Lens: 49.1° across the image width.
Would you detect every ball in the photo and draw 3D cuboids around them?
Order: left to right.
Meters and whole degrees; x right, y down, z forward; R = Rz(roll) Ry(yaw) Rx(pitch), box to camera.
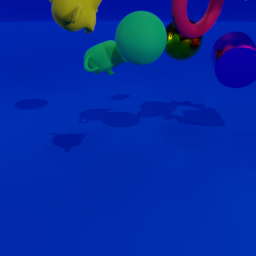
[{"bbox_3d":[0.295,-2.049,6.440,1.182,1.182,1.182,0,23,0],"label":"ball"},{"bbox_3d":[1.466,-2.401,7.618,1.108,1.108,1.108,0,23,0],"label":"ball"}]

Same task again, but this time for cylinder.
[{"bbox_3d":[2.680,-1.709,6.983,1.088,1.088,1.088,3,35,8],"label":"cylinder"}]

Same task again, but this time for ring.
[{"bbox_3d":[1.645,-2.922,6.490,1.635,1.635,0.327,-17,37,-34],"label":"ring"}]

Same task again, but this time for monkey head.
[{"bbox_3d":[-0.829,-1.999,4.567,0.713,0.851,1.183,14,27,-44],"label":"monkey head"}]

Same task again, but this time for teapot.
[{"bbox_3d":[-0.558,-1.772,7.285,1.012,0.797,1.628,-15,12,43],"label":"teapot"}]
